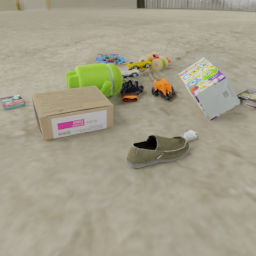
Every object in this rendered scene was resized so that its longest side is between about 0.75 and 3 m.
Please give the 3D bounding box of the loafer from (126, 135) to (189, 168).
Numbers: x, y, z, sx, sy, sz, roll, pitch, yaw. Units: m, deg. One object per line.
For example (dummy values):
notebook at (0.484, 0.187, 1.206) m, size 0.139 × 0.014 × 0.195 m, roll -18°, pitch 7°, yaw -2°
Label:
loafer at (0.953, 0.594, 8.403) m, size 2.112 × 0.736 × 0.794 m, roll -15°, pitch 32°, yaw -25°

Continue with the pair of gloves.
pair of gloves at (0.886, -1.770, 13.139) m, size 2.520 × 0.312 × 2.245 m, roll -4°, pitch 30°, yaw -1°

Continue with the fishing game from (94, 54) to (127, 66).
fishing game at (-1.125, -4.484, 17.922) m, size 2.008 × 0.436 × 2.804 m, roll -4°, pitch 29°, yaw -12°

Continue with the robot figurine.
robot figurine at (-1.406, -2.096, 12.485) m, size 2.581 × 1.493 × 2.264 m, roll -10°, pitch 29°, yaw -18°

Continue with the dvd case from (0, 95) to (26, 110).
dvd case at (-5.009, -1.129, 12.148) m, size 0.875 × 0.132 × 1.199 m, roll -15°, pitch 34°, yaw -26°

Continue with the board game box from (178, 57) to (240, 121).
board game box at (3.190, -1.655, 11.375) m, size 1.327 × 1.351 × 2.576 m, roll -32°, pitch 26°, yaw 13°

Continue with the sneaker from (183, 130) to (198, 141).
sneaker at (2.099, 0.281, 9.440) m, size 0.378 × 0.284 × 0.758 m, roll 20°, pitch 35°, yaw 32°

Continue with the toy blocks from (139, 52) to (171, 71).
toy blocks at (1.830, -4.093, 16.893) m, size 1.626 × 0.708 × 1.951 m, roll 18°, pitch 34°, yaw 30°

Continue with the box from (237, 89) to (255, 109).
box at (5.468, -1.207, 12.046) m, size 1.053 × 0.321 × 1.330 m, roll -25°, pitch 38°, yaw -33°

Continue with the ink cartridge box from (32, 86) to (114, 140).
ink cartridge box at (-2.073, -0.659, 10.403) m, size 2.590 × 0.973 × 2.134 m, roll -11°, pitch 32°, yaw -20°

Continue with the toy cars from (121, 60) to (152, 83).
toy cars at (0.280, -2.965, 15.006) m, size 1.283 × 0.634 × 2.862 m, roll 12°, pitch 34°, yaw 27°
